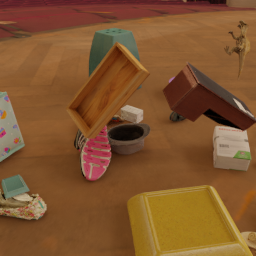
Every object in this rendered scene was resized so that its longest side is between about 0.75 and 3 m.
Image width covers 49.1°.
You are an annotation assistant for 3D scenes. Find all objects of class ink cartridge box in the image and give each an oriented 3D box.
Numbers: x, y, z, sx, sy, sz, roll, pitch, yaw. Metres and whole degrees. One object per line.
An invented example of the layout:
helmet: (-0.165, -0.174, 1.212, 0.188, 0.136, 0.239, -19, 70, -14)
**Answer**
ink cartridge box: (3.463, 0.660, 9.472, 1.073, 0.619, 1.469, 6, 41, 11)

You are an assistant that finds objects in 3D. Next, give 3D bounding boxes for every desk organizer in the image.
desk organizer: (2.326, -0.622, 7.870, 2.660, 1.024, 0.954, 24, 34, -31)

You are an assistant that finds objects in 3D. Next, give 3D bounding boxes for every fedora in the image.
fedora: (0.016, 0.439, 9.957, 1.642, 0.742, 1.453, -7, 29, 2)

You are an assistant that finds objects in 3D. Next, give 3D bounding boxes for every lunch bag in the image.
lunch bag: (-4.898, 0.216, 8.863, 1.590, 2.221, 2.607, 10, 33, 28)

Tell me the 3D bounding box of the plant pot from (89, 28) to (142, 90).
plant pot: (-0.689, -3.441, 14.362, 2.099, 2.971, 2.100, -27, 41, -37)

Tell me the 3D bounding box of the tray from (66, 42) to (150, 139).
tray: (-0.649, -1.020, 8.016, 1.258, 2.550, 0.472, 52, 23, 24)

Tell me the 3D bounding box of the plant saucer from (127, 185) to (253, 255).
plant saucer: (1.391, 2.327, 6.776, 2.611, 0.633, 2.611, -6, 31, -5)

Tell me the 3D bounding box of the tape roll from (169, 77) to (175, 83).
tape roll: (3.066, -2.056, 14.249, 1.988, 0.652, 1.988, -1, 30, 0)

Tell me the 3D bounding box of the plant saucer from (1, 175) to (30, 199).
plant saucer: (-3.219, 1.604, 7.895, 0.604, 0.164, 1.729, -17, 11, -26)

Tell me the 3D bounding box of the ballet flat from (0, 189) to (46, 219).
ballet flat: (-3.226, 1.944, 7.469, 2.151, 0.687, 0.813, 2, 31, 4)

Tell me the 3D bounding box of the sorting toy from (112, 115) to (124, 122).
sorting toy: (-0.980, -0.469, 11.662, 1.444, 0.193, 1.076, 9, -4, 15)

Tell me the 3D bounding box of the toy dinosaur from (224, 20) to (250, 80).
toy dinosaur: (3.829, -2.690, 9.477, 1.046, 2.069, 0.602, 0, 6, -36)

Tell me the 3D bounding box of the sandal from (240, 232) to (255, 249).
sandal: (3.309, 2.608, 6.581, 1.325, 0.436, 0.486, 12, 33, 20)

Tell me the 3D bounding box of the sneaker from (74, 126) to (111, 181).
sneaker: (-1.259, 0.677, 9.436, 0.975, 1.156, 2.643, 15, 48, -26)

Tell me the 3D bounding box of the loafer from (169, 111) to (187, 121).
loafer: (2.465, -0.644, 12.005, 1.657, 0.595, 0.521, -24, 44, -38)

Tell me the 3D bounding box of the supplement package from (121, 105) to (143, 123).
supplement package: (0.165, -0.591, 11.960, 0.855, 0.486, 0.468, 21, 38, 31)
